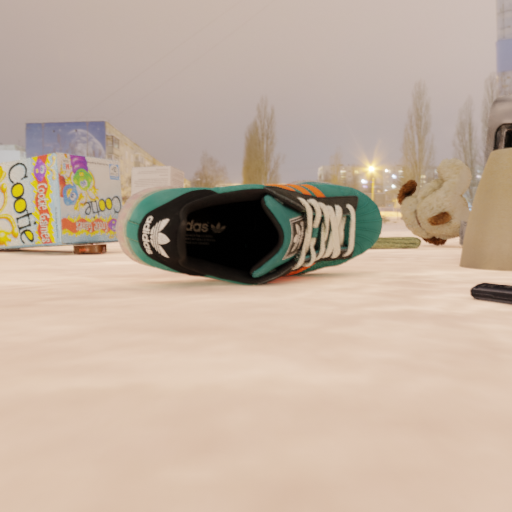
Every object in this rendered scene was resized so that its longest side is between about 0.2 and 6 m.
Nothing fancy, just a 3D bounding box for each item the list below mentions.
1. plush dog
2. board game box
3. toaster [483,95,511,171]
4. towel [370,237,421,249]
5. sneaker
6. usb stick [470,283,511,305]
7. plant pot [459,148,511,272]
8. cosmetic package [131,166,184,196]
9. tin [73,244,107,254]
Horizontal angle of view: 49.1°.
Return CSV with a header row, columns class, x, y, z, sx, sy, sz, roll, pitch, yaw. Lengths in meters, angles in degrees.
class,x,y,z,sx,sy,sz,roll,pitch,yaw
plush dog,4.441,-1.032,14.002,1.823,2.272,1.951,-32,7,-23
board game box,-4.397,-0.981,11.132,3.173,1.634,1.664,-2,2,29
toaster,4.723,-1.097,7.952,1.664,2.804,2.536,-5,13,-32
towel,2.908,-0.299,12.953,1.509,0.275,1.120,-2,3,-20
sneaker,0.241,-0.188,5.375,2.922,1.043,1.168,-5,13,-30
usb stick,1.816,0.278,3.759,0.224,0.132,0.807,-9,7,-28
plant pot,3.310,-0.583,7.074,1.393,1.487,1.393,-1,3,0
cosmetic package,-1.904,-0.870,10.743,0.867,1.611,0.683,2,-1,16
tin,-3.090,-0.127,10.431,0.522,0.195,0.932,1,1,-3
